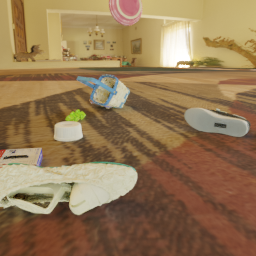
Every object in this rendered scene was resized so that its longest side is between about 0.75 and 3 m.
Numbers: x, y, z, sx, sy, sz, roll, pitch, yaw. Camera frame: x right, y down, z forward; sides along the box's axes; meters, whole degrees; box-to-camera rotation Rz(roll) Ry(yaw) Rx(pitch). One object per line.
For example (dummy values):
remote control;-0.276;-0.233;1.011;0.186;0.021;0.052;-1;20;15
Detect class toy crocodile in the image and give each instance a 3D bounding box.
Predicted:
toy crocodile;-2.099;-0.457;11.389;0.398;0.364;1.179;44;23;4

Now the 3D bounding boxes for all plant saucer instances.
plant saucer;-0.021;-3.621;8.262;1.109;1.109;0.281;-8;9;-27

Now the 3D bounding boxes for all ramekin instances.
ramekin;-1.958;0.087;9.170;0.931;0.454;0.931;0;16;0

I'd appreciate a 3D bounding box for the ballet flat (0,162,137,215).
ballet flat;-1.147;1.153;5.025;2.631;0.944;0.944;-1;15;7

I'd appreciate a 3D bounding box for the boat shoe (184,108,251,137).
boat shoe;3.124;-0.298;9.830;2.217;0.819;0.757;10;22;32

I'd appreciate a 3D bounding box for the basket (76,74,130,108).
basket;-1.204;-1.892;13.639;2.277;1.584;2.008;30;-4;-34

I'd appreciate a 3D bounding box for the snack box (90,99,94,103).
snack box;-1.923;-1.504;15.531;0.356;0.120;0.989;-3;16;-11

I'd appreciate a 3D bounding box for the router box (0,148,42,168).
router box;-2.680;0.828;6.795;1.052;0.286;1.172;-3;16;-11
